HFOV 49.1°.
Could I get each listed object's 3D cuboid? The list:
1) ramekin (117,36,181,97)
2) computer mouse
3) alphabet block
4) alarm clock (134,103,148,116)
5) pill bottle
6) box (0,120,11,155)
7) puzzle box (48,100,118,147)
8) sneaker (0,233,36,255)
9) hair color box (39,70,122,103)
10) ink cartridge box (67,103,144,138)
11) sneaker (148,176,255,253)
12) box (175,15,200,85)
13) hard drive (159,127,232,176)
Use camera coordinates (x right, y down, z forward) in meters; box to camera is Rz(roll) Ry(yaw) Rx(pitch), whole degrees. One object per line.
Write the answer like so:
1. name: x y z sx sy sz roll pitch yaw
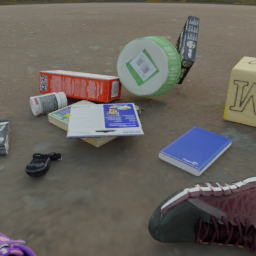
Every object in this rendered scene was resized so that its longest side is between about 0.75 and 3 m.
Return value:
1. ramekin: 0.692 -2.200 10.183 2.254 2.254 1.101 13 17 22
2. computer mouse: -2.142 0.942 6.921 0.775 0.295 1.119 0 18 4
3. alphabet block: 4.326 -1.142 9.042 1.830 1.797 1.787 16 32 27
4. alarm clock: 0.204 -0.602 9.575 0.982 0.327 0.662 -4 29 -2
5. pill bottle: -2.740 -0.864 9.702 1.143 0.651 0.651 -16 33 -27
6. box: -3.994 0.301 7.904 1.180 0.372 1.496 -7 30 -13
7. puzzle box: -1.204 -0.235 8.936 2.387 0.303 1.588 24 38 36
8. sneaker: -1.865 2.033 4.164 2.365 1.046 0.951 20 36 34
9. hair color box: -1.770 -1.625 10.576 2.776 0.850 1.409 10 16 17
10. ink cartridge box: -0.677 -0.112 7.969 1.984 0.472 2.007 -2 31 -6
11. sneaker: 1.870 1.724 4.740 2.805 1.061 1.620 -10 34 -19
12. box: 2.306 -3.107 11.338 0.526 1.726 2.142 14 68 -5
13. hard drive: 1.859 0.552 7.609 1.200 0.231 1.818 23 37 35
